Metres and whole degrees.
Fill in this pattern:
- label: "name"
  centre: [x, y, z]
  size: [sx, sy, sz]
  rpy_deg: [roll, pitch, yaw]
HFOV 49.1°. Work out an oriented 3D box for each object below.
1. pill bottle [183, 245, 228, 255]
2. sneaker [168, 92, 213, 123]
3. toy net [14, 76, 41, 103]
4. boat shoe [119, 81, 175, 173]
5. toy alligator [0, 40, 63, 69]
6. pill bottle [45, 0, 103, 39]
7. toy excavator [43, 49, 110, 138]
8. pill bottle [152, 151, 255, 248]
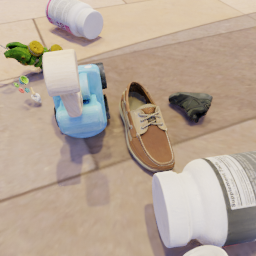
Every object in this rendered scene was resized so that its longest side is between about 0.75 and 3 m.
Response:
- label: "pill bottle"
  centre: [1.219, 2.370, 3.821]
  size: [0.714, 1.285, 0.714]
  rpy_deg: [-21, 3, 1]
- label: "sneaker"
  centre: [1.542, -0.552, 7.329]
  size: [1.252, 0.478, 0.717]
  rpy_deg: [10, 79, 39]
- label: "toy net"
  centre: [-2.618, -0.988, 7.478]
  size: [0.164, 0.847, 0.444]
  rpy_deg: [-31, 26, 26]
- label: "boat shoe"
  centre: [0.379, -0.120, 6.551]
  size: [0.972, 0.922, 2.567]
  rpy_deg: [-12, 50, -18]
- label: "toy alligator"
  centre: [-2.933, -2.118, 8.272]
  size: [2.677, 0.887, 0.643]
  rpy_deg: [-6, 78, -47]
- label: "pill bottle"
  centre: [-2.003, -4.149, 10.480]
  size: [2.120, 1.202, 1.202]
  rpy_deg: [33, 53, 29]
- label: "toy excavator"
  centre: [-1.025, -0.593, 5.730]
  size: [1.354, 2.636, 2.711]
  rpy_deg: [-10, 35, -6]
- label: "pill bottle"
  centre: [1.757, 1.180, 4.745]
  size: [2.518, 1.459, 1.459]
  rpy_deg: [-8, 45, -6]
